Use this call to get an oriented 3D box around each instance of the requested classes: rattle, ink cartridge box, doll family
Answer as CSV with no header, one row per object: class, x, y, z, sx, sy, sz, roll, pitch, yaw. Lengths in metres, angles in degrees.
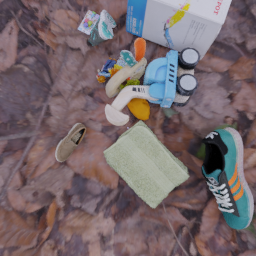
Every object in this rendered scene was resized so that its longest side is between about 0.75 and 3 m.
rattle,0.286,-1.241,7.980,1.424,2.188,1.563,-13,74,-31
ink cartridge box,1.555,-3.739,8.446,2.692,1.947,1.981,22,74,4
doll family,-0.519,-1.737,8.577,1.420,0.640,0.881,12,68,34

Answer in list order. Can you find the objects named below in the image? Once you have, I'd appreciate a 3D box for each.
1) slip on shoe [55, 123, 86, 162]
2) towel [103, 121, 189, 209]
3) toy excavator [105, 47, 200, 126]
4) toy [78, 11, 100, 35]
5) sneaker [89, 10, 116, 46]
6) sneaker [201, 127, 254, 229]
slip on shoe,-1.726,0.467,8.582,0.513,0.409,1.349,42,79,-34
towel,0.527,1.105,8.472,1.718,0.422,2.316,-43,84,3
toy excavator,0.706,-1.187,8.411,2.543,1.270,2.472,7,76,2
toy,-1.321,-3.575,9.394,0.445,0.183,0.773,28,81,6
sneaker,-0.874,-3.148,8.850,0.775,1.698,0.659,-29,120,26
sneaker,2.656,1.509,7.913,1.174,1.049,2.938,-11,91,-29
